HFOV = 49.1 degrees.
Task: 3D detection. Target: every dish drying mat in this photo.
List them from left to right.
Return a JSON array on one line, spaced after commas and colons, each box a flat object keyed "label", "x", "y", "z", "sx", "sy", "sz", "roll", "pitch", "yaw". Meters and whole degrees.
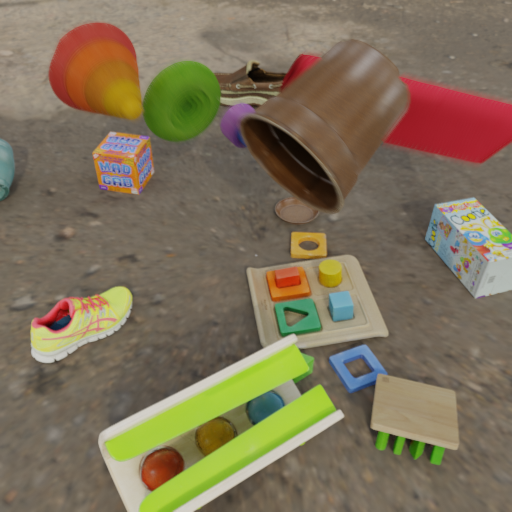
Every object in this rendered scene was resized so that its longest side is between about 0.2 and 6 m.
[{"label": "dish drying mat", "x": 2.396, "y": -2.384, "z": 9.272, "sx": 4.107, "sy": 1.577, "sz": 0.374, "roll": 10, "pitch": 71, "yaw": -14}]

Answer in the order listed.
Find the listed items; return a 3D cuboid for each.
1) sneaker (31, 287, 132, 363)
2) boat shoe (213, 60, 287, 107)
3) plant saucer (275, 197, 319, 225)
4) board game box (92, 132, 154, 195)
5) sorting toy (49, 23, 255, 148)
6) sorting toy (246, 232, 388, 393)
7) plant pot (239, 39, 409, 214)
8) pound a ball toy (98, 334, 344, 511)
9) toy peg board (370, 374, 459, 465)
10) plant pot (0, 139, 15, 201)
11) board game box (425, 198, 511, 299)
[{"label": "sneaker", "x": -2.798, "y": 0.954, "z": 9.071, "sx": 0.724, "sy": 0.836, "sz": 1.851, "roll": 29, "pitch": 48, "yaw": 31}, {"label": "boat shoe", "x": -0.138, "y": -4.792, "z": 15.344, "sx": 3.303, "sy": 1.222, "sz": 1.220, "roll": 13, "pitch": 43, "yaw": 15}, {"label": "plant saucer", "x": 0.855, "y": -0.914, "z": 11.718, "sx": 0.917, "sy": 0.168, "sz": 0.917, "roll": -1, "pitch": 41, "yaw": 1}, {"label": "board game box", "x": -2.917, "y": -2.059, "z": 12.430, "sx": 0.946, "sy": 0.946, "sz": 0.947, "roll": 9, "pitch": 42, "yaw": 9}, {"label": "sorting toy", "x": -1.044, "y": -2.127, "z": 8.485, "sx": 3.924, "sy": 1.361, "sz": 1.351, "roll": 7, "pitch": 33, "yaw": -48}, {"label": "sorting toy", "x": 0.998, "y": 0.657, "z": 9.647, "sx": 2.140, "sy": 0.518, "sz": 3.801, "roll": -6, "pitch": 41, "yaw": -6}, {"label": "plant pot", "x": 0.959, "y": -1.713, "z": 7.167, "sx": 1.691, "sy": 1.691, "sz": 1.674, "roll": 36, "pitch": 78, "yaw": 34}, {"label": "pound a ball toy", "x": -0.455, "y": 2.694, "z": 6.972, "sx": 3.248, "sy": 1.380, "sz": 2.118, "roll": -24, "pitch": 72, "yaw": -25}, {"label": "toy peg board", "x": 2.173, "y": 2.315, "z": 7.857, "sx": 1.123, "sy": 0.549, "sz": 1.119, "roll": 12, "pitch": 27, "yaw": 11}, {"label": "plant pot", "x": -5.792, "y": -1.690, "z": 11.808, "sx": 1.484, "sy": 1.484, "sz": 0.994, "roll": -18, "pitch": 71, "yaw": -19}, {"label": "board game box", "x": 4.021, "y": -0.186, "z": 10.317, "sx": 0.885, "sy": 0.901, "sz": 1.718, "roll": -11, "pitch": 43, "yaw": -14}]
